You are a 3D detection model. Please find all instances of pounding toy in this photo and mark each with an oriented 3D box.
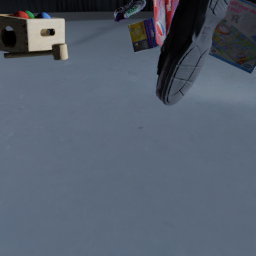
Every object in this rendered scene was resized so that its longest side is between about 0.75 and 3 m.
[{"bbox_3d":[-2.121,-2.086,6.211,1.932,0.884,1.698,16,26,24],"label":"pounding toy"}]

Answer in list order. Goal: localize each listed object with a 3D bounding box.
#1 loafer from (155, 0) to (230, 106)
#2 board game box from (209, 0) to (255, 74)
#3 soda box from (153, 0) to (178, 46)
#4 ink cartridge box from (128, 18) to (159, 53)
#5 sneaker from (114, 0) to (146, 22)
[{"bbox_3d":[1.183,-1.855,5.726,1.006,2.800,0.882,-3,32,-47],"label":"loafer"},{"bbox_3d":[3.347,-3.378,9.501,2.947,1.982,0.504,28,28,8],"label":"board game box"},{"bbox_3d":[1.162,-3.276,8.167,0.587,1.850,0.648,-26,48,-14],"label":"soda box"},{"bbox_3d":[0.516,-3.206,9.760,0.991,0.979,0.233,0,20,45],"label":"ink cartridge box"},{"bbox_3d":[0.091,-4.520,10.908,1.373,0.511,0.601,-19,46,26],"label":"sneaker"}]
